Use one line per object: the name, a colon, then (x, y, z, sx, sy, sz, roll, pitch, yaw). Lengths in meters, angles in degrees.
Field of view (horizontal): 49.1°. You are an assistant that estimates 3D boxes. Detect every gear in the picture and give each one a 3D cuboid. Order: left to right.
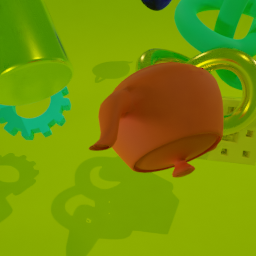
gear: (-1.725, -0.454, 5.074, 1.323, 0.245, 1.323, 1, 71, -2)

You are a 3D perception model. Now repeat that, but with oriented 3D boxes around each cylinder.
cylinder: (-1.332, -0.958, 3.442, 1.032, 1.032, 1.032, -20, 78, -21)

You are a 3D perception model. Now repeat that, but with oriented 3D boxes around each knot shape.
knot shape: (0.712, -0.309, 3.544, 1.646, 0.761, 1.540, 27, 77, 27)
knot shape: (1.582, -1.517, 4.092, 1.867, 1.995, 0.922, -4, 10, -14)

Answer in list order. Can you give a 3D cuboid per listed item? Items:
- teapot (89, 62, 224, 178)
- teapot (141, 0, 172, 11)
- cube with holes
teapot: (0.218, 0.000, 1.756, 1.284, 0.798, 0.629, 9, 54, -46)
teapot: (0.916, -4.037, 7.928, 1.939, 1.205, 0.949, -41, 22, -32)
cube with holes: (1.459, -0.029, 4.384, 0.897, 0.897, 0.897, 6, 11, 5)
